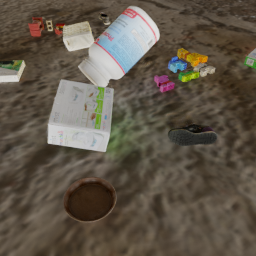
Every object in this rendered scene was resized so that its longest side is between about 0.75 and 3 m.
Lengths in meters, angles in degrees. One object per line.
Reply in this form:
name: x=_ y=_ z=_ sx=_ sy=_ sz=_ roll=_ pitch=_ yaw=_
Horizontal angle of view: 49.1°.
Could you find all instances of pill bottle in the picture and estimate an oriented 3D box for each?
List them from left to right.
pill bottle: x=-0.301 y=-2.311 z=8.283 sx=2.370 sy=1.289 sz=1.289 roll=-46 pitch=54 yaw=-4

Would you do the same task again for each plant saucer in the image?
plant saucer: x=-0.755 y=1.443 z=5.600 sx=1.053 sy=0.181 sz=1.053 roll=-1 pitch=42 yaw=1

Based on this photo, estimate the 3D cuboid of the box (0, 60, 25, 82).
box: x=-4.238 y=-1.883 z=9.274 sx=1.415 sy=0.257 sz=1.021 roll=-2 pitch=42 yaw=-4

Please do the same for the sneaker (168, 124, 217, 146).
sneaker: x=1.551 y=0.140 z=6.949 sx=1.191 sy=0.451 sz=0.521 roll=4 pitch=31 yaw=-6

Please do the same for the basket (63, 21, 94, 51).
basket: x=-1.828 y=-3.413 z=10.398 sx=1.060 sy=0.719 sz=0.654 roll=-11 pitch=67 yaw=2

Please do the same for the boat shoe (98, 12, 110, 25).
boat shoe: x=-1.081 y=-5.119 z=12.849 sx=0.393 sy=0.335 sz=1.175 roll=-14 pitch=44 yaw=-16

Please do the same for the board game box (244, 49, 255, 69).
board game box: x=5.068 y=-2.488 z=9.892 sx=1.257 sy=0.331 sz=1.643 roll=31 pitch=50 yaw=30

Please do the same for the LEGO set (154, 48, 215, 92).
LEGO set: x=1.745 y=-2.032 z=9.015 sx=2.215 sy=0.845 sz=0.909 roll=-22 pitch=46 yaw=-24

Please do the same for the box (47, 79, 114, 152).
box: x=-1.111 y=-0.339 z=6.804 sx=1.388 sy=0.761 sz=1.573 roll=8 pitch=47 yaw=-9

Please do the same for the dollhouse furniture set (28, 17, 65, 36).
dollhouse furniture set: x=-3.362 y=-4.252 z=11.713 sx=1.353 sy=0.550 sz=0.728 roll=-2 pitch=42 yaw=-2
